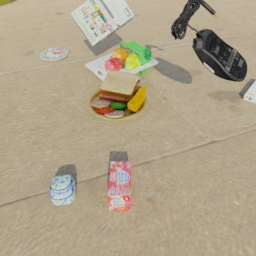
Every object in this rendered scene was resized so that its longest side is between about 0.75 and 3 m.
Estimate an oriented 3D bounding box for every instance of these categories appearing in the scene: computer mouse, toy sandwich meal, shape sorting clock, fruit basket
[{"bbox_3d":[2.502,-2.620,8.456,2.779,0.640,1.951,31,64,-16],"label":"computer mouse"},{"bbox_3d":[-0.401,-1.335,11.421,2.778,0.951,2.778,0,38,0],"label":"toy sandwich meal"},{"bbox_3d":[-4.169,-4.190,15.807,1.578,0.310,1.578,0,37,0],"label":"shape sorting clock"},{"bbox_3d":[-0.328,-3.128,13.908,2.871,1.346,2.659,-33,46,-15],"label":"fruit basket"}]

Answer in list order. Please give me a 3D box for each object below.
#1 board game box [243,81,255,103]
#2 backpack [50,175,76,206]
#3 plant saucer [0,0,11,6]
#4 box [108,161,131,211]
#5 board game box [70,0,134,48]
[{"bbox_3d":[6.001,-1.585,12.322,1.194,0.327,1.892,24,43,28],"label":"board game box"},{"bbox_3d":[-1.824,1.709,7.752,0.708,0.568,0.774,-8,42,-5],"label":"backpack"},{"bbox_3d":[-12.309,-11.441,25.109,2.995,0.718,3.000,17,41,21],"label":"plant saucer"},{"bbox_3d":[-0.218,1.597,7.825,0.622,0.649,1.303,0,36,0],"label":"box"},{"bbox_3d":[-1.085,-4.757,11.928,2.178,1.607,0.700,-36,10,-1],"label":"board game box"}]
